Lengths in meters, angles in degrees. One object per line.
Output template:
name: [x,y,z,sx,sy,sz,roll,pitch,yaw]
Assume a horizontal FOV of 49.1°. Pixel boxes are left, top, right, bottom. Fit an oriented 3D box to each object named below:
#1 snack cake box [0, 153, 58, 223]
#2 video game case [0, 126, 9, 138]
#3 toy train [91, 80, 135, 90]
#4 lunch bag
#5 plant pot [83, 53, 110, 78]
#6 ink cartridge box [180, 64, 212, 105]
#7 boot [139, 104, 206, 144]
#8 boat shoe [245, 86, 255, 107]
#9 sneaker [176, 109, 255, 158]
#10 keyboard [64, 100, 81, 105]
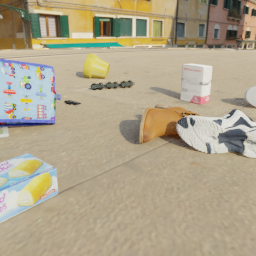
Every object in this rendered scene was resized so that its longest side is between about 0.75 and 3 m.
snack cake box: [-2.730,1.333,5.965,1.219,0.712,2.120,18,26,37]
video game case: [-4.915,0.154,9.964,1.199,0.132,1.092,-9,22,-24]
toy train: [-0.923,-2.589,16.954,2.720,0.464,0.623,-7,9,-16]
lunch bag: [-3.883,-1.240,10.224,2.955,2.224,1.390,-1,-6,-27]
plant pot: [-2.198,-4.294,19.997,1.581,1.681,1.681,17,22,1]
ink cartridge box: [3.373,-2.207,13.875,0.755,1.824,1.336,-16,26,-36]
boot: [1.668,-0.089,9.472,2.161,1.029,2.793,15,30,19]
boat shoe: [6.826,-1.510,13.206,2.941,1.058,0.966,-1,14,-4]
sneaker: [2.992,0.018,8.977,2.752,1.098,1.791,6,20,14]
keyboard: [-2.783,-1.255,13.797,0.896,0.115,0.538,15,25,38]
